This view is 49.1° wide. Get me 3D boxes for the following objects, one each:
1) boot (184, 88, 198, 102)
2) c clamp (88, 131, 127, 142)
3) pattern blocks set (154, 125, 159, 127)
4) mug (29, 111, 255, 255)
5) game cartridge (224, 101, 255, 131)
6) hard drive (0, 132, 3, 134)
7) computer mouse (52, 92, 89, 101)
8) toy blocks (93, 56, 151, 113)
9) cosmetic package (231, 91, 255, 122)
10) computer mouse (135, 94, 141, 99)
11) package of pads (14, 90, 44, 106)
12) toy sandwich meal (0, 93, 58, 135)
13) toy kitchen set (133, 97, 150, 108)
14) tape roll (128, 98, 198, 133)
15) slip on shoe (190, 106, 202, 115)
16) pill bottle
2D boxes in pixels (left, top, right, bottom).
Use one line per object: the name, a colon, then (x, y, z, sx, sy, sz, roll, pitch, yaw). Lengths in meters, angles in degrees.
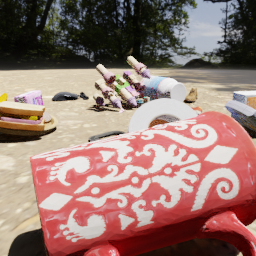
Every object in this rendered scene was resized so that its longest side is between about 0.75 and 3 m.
boot: (3.684, -1.934, 16.333, 0.709, 0.727, 1.926, 8, 18, 21)
c clamp: (-0.549, 0.345, 9.010, 1.324, 0.210, 1.550, 7, 17, 42)
pattern blocks set: (1.397, 0.065, 9.306, 2.827, 0.229, 2.485, -2, 11, -41)
mug: (0.276, 0.930, 3.756, 2.820, 1.881, 2.503, -9, 16, -20)
game cartridge: (4.238, -0.410, 10.020, 1.289, 0.402, 1.936, 37, 8, -14)
hard drive: (-5.720, -0.079, 10.238, 1.598, 0.323, 2.423, -11, 18, -35)
computer mouse: (-3.549, -2.025, 17.046, 2.219, 0.511, 1.558, -5, 17, -18)
toy blocks: (-0.171, -1.797, 14.390, 2.576, 2.756, 2.320, -25, 60, -33)
cosmetic package: (5.577, -0.910, 11.639, 2.363, 1.199, 0.842, -5, 16, -13)
computer mouse: (1.233, -2.162, 17.473, 2.070, 0.546, 1.434, 0, 14, 0)
package of pads: (-4.282, -1.007, 12.246, 0.660, 1.051, 1.745, -4, 15, 4)
toy sandwich meal: (-3.795, -0.568, 9.937, 2.886, 0.988, 2.886, 11, 17, -3)
toy kitchen set: (0.800, -1.358, 14.424, 1.011, 0.596, 0.810, 11, 19, 34)
tape roll: (0.864, 0.207, 6.481, 1.761, 1.761, 0.582, -2, -24, -6)
slip on shoe: (2.355, -0.563, 10.918, 1.362, 0.505, 0.417, -12, 43, 55)
pill bottle: (1.859, -2.028, 15.255, 1.452, 1.452, 2.671, -9, 18, -30)
